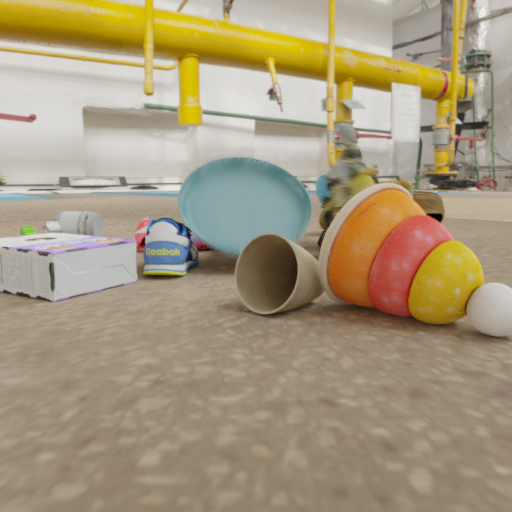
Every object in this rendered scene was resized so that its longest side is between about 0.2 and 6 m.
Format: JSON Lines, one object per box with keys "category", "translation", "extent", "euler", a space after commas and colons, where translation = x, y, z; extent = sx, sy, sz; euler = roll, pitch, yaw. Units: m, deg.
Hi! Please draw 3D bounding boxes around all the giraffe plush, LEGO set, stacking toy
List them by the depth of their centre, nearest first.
{"category": "stacking toy", "translation": [1.851, 0.250, 6.031], "extent": [1.551, 1.551, 2.123], "euler": [-7, 30, -38]}
{"category": "giraffe plush", "translation": [2.154, -0.834, 10.381], "extent": [1.449, 1.787, 1.542], "euler": [0, -9, -44]}
{"category": "stacking toy", "translation": [-5.177, -0.318, 10.625], "extent": [2.313, 0.721, 3.067], "euler": [-5, 9, -31]}
{"category": "LEGO set", "translation": [1.881, -1.096, 11.212], "extent": [1.105, 2.532, 3.898], "euler": [6, 38, 5]}

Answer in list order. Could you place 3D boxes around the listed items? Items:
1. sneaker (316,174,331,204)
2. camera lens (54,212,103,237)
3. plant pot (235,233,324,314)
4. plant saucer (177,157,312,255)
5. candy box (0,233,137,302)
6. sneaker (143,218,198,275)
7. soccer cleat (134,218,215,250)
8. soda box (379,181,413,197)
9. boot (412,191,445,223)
{"category": "sneaker", "translation": [1.946, -1.274, 14.451], "extent": [0.623, 1.567, 1.023], "euler": [-21, -11, -1]}
{"category": "camera lens", "translation": [-3.944, -0.609, 12.386], "extent": [0.928, 0.743, 0.743], "euler": [0, 9, 3]}
{"category": "plant pot", "translation": [0.412, 0.254, 6.690], "extent": [0.920, 0.920, 0.982], "euler": [7, -2, 40]}
{"category": "plant saucer", "translation": [-0.189, -0.817, 9.497], "extent": [2.271, 0.311, 2.271], "euler": [4, 50, -4]}
{"category": "candy box", "translation": [-2.905, 0.097, 8.014], "extent": [1.836, 0.657, 1.540], "euler": [6, 10, 30]}
{"category": "sneaker", "translation": [-1.397, -0.218, 9.365], "extent": [0.802, 0.892, 2.168], "euler": [-3, 7, -3]}
{"category": "soccer cleat", "translation": [-1.469, -0.325, 11.404], "extent": [2.019, 0.674, 0.772], "euler": [5, 41, -5]}
{"category": "soda box", "translation": [3.295, -1.189, 14.095], "extent": [0.889, 0.840, 2.625], "euler": [4, 22, 24]}
{"category": "boot", "translation": [3.642, -1.242, 15.788], "extent": [3.233, 1.190, 1.220], "euler": [-1, 26, 13]}
